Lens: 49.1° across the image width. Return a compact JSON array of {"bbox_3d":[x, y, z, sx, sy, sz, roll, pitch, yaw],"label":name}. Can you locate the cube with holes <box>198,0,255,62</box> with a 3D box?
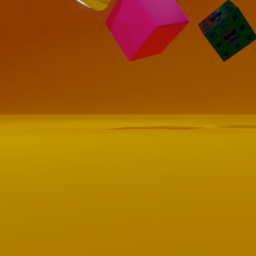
[{"bbox_3d":[2.247,-2.222,6.402,0.842,0.842,0.842,-36,25,25],"label":"cube with holes"}]

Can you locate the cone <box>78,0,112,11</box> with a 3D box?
[{"bbox_3d":[-1.048,-2.869,5.491,1.142,1.142,1.146,3,23,45],"label":"cone"}]

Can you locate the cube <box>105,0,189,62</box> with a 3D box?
[{"bbox_3d":[0.402,-2.392,6.327,1.155,1.155,1.155,-25,-10,-38],"label":"cube"}]
